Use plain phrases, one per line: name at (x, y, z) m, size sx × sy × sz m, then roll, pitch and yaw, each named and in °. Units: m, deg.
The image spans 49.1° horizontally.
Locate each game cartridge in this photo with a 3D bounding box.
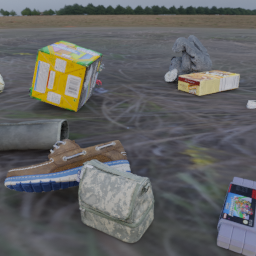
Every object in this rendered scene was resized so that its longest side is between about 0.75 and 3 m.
game cartridge at (1.961, 1.297, 4.196) m, size 1.023 × 0.303 × 1.578 m, roll 15°, pitch 28°, yaw 22°

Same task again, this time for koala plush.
koala plush at (2.376, -2.633, 11.721) m, size 1.658 × 1.804 × 1.600 m, roll 52°, pitch 40°, yaw 9°

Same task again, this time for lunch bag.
lunch bag at (-0.187, 0.986, 4.082) m, size 1.078 × 0.904 × 0.751 m, roll 14°, pitch 27°, yaw 29°

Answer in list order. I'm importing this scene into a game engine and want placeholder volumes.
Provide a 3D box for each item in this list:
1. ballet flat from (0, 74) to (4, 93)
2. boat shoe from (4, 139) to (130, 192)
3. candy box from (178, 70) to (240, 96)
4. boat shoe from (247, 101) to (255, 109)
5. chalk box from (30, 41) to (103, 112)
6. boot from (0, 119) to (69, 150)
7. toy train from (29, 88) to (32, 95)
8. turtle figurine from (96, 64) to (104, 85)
ballet flat at (-5.070, -1.514, 10.162) m, size 0.891 × 0.902 × 2.650 m, roll 20°, pitch 28°, yaw -7°
boat shoe at (-1.021, 0.619, 4.840) m, size 2.063 × 0.745 × 0.747 m, roll -4°, pitch 69°, yaw -20°
candy box at (3.122, -1.784, 10.843) m, size 2.090 × 0.578 × 1.206 m, roll -14°, pitch 26°, yaw -28°
boat shoe at (4.186, -0.786, 8.963) m, size 0.790 × 0.264 × 0.291 m, roll -8°, pitch 25°, yaw -18°
chalk box at (-1.894, -1.866, 9.390) m, size 1.580 × 1.588 × 2.553 m, roll 18°, pitch 25°, yaw 0°
boot at (-2.577, 0.305, 5.992) m, size 2.319 × 0.841 × 2.108 m, roll 7°, pitch 26°, yaw 0°
toy train at (-2.940, -1.167, 9.832) m, size 1.454 × 0.303 × 0.410 m, roll 19°, pitch 18°, yaw 35°
turtle figurine at (-1.779, -2.108, 11.190) m, size 1.402 × 0.943 × 1.873 m, roll -1°, pitch 5°, yaw -36°
